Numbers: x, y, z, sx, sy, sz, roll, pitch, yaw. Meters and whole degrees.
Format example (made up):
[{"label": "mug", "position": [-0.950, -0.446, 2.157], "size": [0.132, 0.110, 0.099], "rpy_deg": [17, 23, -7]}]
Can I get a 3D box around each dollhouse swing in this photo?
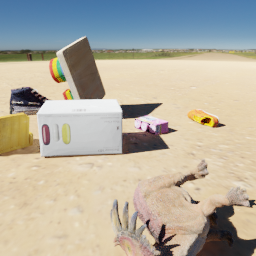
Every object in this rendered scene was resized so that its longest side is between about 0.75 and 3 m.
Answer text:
[{"label": "dollhouse swing", "position": [-3.723, 0.071, 8.500], "size": [1.331, 1.170, 1.210], "rpy_deg": [-16, 24, -40]}]

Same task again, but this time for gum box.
[{"label": "gum box", "position": [0.842, -0.124, 10.400], "size": [0.674, 0.392, 1.187], "rpy_deg": [-13, 22, -37]}]

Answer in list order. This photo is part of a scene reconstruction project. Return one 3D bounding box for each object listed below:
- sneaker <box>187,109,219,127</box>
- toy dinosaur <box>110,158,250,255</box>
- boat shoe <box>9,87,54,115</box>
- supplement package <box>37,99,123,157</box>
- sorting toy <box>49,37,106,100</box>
[{"label": "sneaker", "position": [2.912, -0.427, 11.165], "size": [0.561, 0.531, 1.455], "rpy_deg": [-14, 21, -36]}, {"label": "toy dinosaur", "position": [0.546, 1.346, 4.485], "size": [2.004, 1.269, 2.957], "rpy_deg": [-8, 12, -3]}, {"label": "boat shoe", "position": [-4.085, -1.295, 12.786], "size": [2.591, 1.201, 0.967], "rpy_deg": [-9, 20, -26]}, {"label": "supplement package", "position": [-1.417, -0.073, 8.674], "size": [2.352, 1.304, 1.832], "rpy_deg": [-2, 17, -7]}, {"label": "sorting toy", "position": [-2.226, -2.190, 12.306], "size": [1.015, 2.900, 2.918], "rpy_deg": [-9, 26, 17]}]
